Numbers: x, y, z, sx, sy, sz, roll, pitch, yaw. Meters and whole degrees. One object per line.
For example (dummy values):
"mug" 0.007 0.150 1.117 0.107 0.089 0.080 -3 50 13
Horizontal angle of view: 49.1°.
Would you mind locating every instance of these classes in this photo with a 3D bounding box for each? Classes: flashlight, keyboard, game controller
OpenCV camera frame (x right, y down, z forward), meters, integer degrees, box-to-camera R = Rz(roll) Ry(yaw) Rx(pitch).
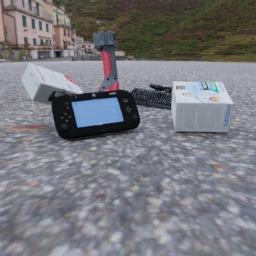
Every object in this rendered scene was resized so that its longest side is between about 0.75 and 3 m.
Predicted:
"flashlight" -0.935 -2.471 11.776 1.009 2.969 1.005 -5 8 25
"keyboard" 1.067 -1.501 12.115 2.423 0.480 1.261 14 52 34
"game controller" -0.889 -0.432 8.132 2.529 1.319 0.533 -9 -10 -23

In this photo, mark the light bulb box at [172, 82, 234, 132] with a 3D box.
"light bulb box" 2.212 -0.688 8.671 1.604 1.001 1.590 1 32 4

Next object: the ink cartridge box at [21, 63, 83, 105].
"ink cartridge box" -2.306 -1.243 8.612 1.567 0.649 1.142 11 32 -47
